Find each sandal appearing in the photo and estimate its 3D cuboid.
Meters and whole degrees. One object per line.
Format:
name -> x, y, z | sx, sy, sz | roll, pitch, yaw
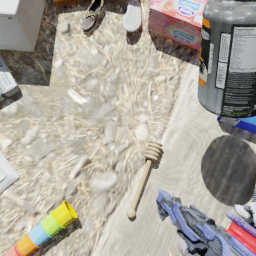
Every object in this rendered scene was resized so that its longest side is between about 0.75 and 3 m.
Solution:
sandal -> 0.148, -3.512, 8.924 | 0.570, 0.344, 1.401 | 18, 62, -11

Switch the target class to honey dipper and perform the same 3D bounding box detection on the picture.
honey dipper -> 0.431, 1.389, 7.592 | 0.409, 0.409, 2.152 | 19, 78, 5

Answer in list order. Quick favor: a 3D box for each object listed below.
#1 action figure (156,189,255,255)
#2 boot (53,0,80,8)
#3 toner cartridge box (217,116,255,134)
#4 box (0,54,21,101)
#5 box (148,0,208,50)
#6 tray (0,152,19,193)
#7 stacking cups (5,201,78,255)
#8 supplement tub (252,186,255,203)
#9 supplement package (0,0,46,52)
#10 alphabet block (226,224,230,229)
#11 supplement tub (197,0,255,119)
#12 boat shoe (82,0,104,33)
action figure -> 1.514, 2.211, 4.458 | 1.523, 2.913, 2.817 | 13, 109, -31
boot -> -1.161, -5.322, 9.304 | 2.861, 0.980, 2.693 | -7, 76, 10
toner cartridge box -> 3.682, -1.316, 8.179 | 1.306, 0.594, 2.749 | 21, 76, 5
box -> -4.331, -1.284, 8.291 | 1.799, 0.370, 1.403 | -32, 76, -9
box -> 1.902, -3.298, 8.430 | 2.371, 1.122, 1.216 | 23, 76, 6
tray -> -4.173, 1.614, 7.594 | 2.176, 0.241, 1.168 | -41, 80, -10
stacking cups -> -2.236, 2.717, 7.194 | 1.965, 0.595, 0.595 | -39, 78, -5
supplement tub -> 3.873, 1.750, 6.961 | 1.373, 1.373, 1.956 | 19, 76, 5
supplement package -> -3.472, -3.798, 8.178 | 1.561, 1.581, 2.607 | 4, 67, 1
alphabet block -> 2.802, 3.270, 6.568 | 1.359, 1.366, 1.391 | 35, 78, 10
supplement tub -> 2.154, -1.554, 5.357 | 1.516, 2.474, 1.516 | -4, 35, 3
boat shoe -> -1.125, -3.612, 8.904 | 0.454, 0.376, 1.263 | 24, 76, 6
